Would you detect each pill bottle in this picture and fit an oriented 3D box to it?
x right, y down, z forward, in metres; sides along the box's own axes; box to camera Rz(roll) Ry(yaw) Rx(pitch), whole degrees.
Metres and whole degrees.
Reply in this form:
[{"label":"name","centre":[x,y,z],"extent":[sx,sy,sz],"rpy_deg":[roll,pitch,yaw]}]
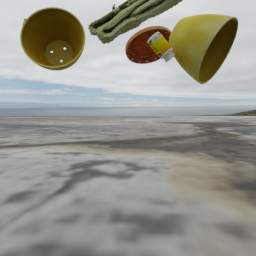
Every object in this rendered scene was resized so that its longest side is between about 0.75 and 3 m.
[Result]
[{"label":"pill bottle","centre":[0.987,-2.347,8.193],"extent":[0.457,0.836,0.457],"rpy_deg":[-39,1,1]}]

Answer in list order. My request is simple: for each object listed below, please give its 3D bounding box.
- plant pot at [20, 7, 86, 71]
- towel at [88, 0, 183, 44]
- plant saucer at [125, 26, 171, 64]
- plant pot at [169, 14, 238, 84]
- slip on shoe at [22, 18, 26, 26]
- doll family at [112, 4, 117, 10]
[{"label":"plant pot","centre":[-2.056,-2.343,8.030],"extent":[1.708,1.708,1.212],"rpy_deg":[0,-7,-6]},{"label":"towel","centre":[0.251,-2.441,5.884],"extent":[2.160,0.531,2.911],"rpy_deg":[-28,18,7]},{"label":"plant saucer","centre":[0.753,-2.950,9.942],"extent":[1.784,0.288,1.784],"rpy_deg":[-13,-25,-6]},{"label":"plant pot","centre":[2.113,-2.575,8.487],"extent":[1.454,2.049,2.049],"rpy_deg":[35,19,25]},{"label":"slip on shoe","centre":[-3.103,-3.128,9.598],"extent":[1.066,0.850,2.804],"rpy_deg":[7,26,-19]},{"label":"doll family","centre":[-0.441,-4.023,10.131],"extent":[0.384,0.852,0.529],"rpy_deg":[11,30,-6]}]
